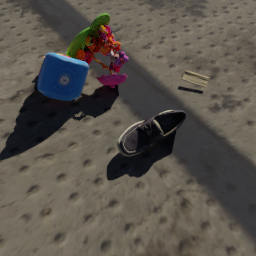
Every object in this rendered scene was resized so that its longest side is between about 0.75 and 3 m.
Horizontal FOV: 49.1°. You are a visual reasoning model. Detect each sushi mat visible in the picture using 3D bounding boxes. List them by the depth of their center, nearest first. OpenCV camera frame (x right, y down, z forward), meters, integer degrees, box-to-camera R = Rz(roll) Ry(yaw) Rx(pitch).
[{"bbox_3d":[2.362,-1.733,9.829,0.901,0.055,0.431,21,75,12],"label":"sushi mat"}]

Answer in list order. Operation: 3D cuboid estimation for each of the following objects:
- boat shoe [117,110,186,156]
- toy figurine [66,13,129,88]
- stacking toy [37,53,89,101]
[{"bbox_3d":[0.718,0.046,7.963,2.266,0.734,0.815,-26,86,-24],"label":"boat shoe"},{"bbox_3d":[-0.717,-2.409,9.595,1.974,2.144,1.610,47,23,10],"label":"toy figurine"},{"bbox_3d":[-2.469,-2.046,9.557,1.457,1.378,2.511,9,24,-32],"label":"stacking toy"}]
